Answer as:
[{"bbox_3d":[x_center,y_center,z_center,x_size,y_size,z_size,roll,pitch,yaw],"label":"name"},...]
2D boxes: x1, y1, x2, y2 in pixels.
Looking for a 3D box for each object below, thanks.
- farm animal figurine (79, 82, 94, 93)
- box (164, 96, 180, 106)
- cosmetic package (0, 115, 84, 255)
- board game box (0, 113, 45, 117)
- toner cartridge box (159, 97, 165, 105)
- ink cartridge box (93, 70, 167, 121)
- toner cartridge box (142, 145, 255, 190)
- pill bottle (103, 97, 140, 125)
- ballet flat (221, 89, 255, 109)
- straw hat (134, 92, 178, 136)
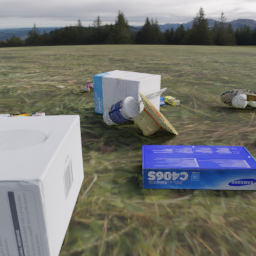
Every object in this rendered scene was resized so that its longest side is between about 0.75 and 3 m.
[{"bbox_3d":[-2.225,-2.306,16.242,0.947,0.589,1.172,-10,17,31],"label":"farm animal figurine"},{"bbox_3d":[2.196,-1.387,14.177,0.366,0.244,0.973,-9,22,-23],"label":"box"},{"bbox_3d":[-2.641,1.033,5.633,2.964,1.822,2.954,1,21,2],"label":"cosmetic package"},{"bbox_3d":[-4.050,0.137,9.830,1.792,0.491,2.839,-3,21,-5],"label":"board game box"},{"bbox_3d":[1.378,-1.290,13.666,0.805,0.383,0.174,-5,-9,-12],"label":"toner cartridge box"},{"bbox_3d":[0.102,-1.439,12.190,2.751,1.723,1.768,14,25,33],"label":"ink cartridge box"},{"bbox_3d":[1.811,1.007,7.401,2.865,0.619,1.361,1,22,2],"label":"toner cartridge box"},{"bbox_3d":[-0.288,-0.590,10.689,0.809,0.809,1.459,-22,0,-45],"label":"pill bottle"},{"bbox_3d":[5.737,-1.227,12.937,2.734,0.927,1.029,8,28,10],"label":"ballet flat"},{"bbox_3d":[0.753,-0.245,10.094,0.945,2.234,2.234,-43,20,9],"label":"straw hat"}]
